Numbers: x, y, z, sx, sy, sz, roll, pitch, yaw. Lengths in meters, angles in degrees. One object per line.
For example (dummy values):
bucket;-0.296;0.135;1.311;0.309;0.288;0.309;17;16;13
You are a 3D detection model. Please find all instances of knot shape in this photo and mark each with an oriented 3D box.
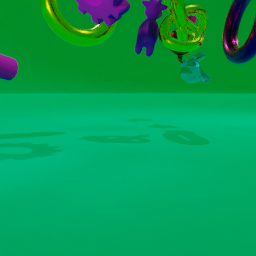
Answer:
knot shape;1.338;-2.372;6.454;1.447;1.547;0.715;1;-13;-45

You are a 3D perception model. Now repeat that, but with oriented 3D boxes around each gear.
gear;-0.658;-2.687;5.013;0.312;1.686;1.686;-43;27;-20

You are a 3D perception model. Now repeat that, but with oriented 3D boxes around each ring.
ring;-1.115;-3.038;6.806;2.062;2.062;0.412;-4;8;-30
ring;2.743;-2.427;6.503;0.376;1.878;1.878;6;7;-7

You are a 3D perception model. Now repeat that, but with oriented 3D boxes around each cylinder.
cylinder;-4.268;-2.062;9.399;0.789;0.789;0.789;4;-2;29

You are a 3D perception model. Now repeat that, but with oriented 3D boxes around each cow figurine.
cow figurine;0.497;-2.333;6.387;0.601;1.078;1.095;14;48;2

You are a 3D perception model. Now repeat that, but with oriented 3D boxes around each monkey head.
monkey head;2.097;-1.862;8.791;0.922;0.772;1.282;-39;36;-13

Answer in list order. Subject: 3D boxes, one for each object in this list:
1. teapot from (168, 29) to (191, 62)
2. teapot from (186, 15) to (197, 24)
teapot;1.983;-3.210;10.459;1.032;1.661;0.813;-11;50;-4
teapot;2.463;-4.280;10.680;0.547;0.695;1.118;10;51;5
